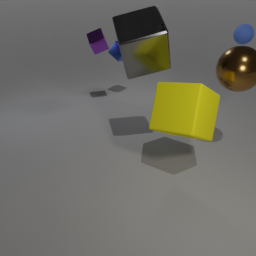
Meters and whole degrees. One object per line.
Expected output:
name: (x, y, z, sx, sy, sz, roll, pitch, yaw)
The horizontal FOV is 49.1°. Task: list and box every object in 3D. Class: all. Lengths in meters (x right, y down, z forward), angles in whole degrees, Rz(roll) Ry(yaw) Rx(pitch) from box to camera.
cube: (0.426, -2.589, 8.541, 1.400, 1.400, 1.400, -14, 54, 2)
cube: (-1.345, -3.847, 12.445, 0.700, 0.700, 0.700, -21, 62, 5)
cube: (1.652, -0.466, 8.130, 1.400, 1.400, 1.400, 10, -2, 38)
ball: (3.443, -1.819, 8.661, 1.400, 1.400, 1.400, 0, 28, 0)
cube: (-0.398, -3.794, 13.793, 0.700, 0.700, 0.700, 44, 30, 9)
ball: (4.162, -3.379, 10.080, 0.700, 0.700, 0.700, 0, 28, 0)
